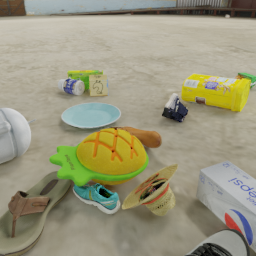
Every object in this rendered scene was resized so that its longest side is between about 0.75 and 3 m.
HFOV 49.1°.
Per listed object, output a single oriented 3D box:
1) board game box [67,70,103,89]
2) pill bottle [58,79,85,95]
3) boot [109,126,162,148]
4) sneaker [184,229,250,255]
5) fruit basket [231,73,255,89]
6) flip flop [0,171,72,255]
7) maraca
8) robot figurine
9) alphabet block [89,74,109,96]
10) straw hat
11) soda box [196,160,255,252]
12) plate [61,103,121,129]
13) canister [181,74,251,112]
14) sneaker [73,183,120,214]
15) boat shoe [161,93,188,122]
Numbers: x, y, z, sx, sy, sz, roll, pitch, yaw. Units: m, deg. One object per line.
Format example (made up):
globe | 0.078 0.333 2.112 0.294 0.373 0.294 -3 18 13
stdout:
board game box | -2.142 -2.457 14.272 1.770 0.899 0.421 -1 27 -3
pill bottle | -2.787 -2.033 13.656 1.192 0.714 0.714 13 30 25
boot | 0.220 0.237 8.956 1.204 0.594 1.550 8 12 -41
sneaker | 1.243 2.452 4.562 1.006 1.079 2.722 23 34 40
fruit basket | 5.802 -2.324 14.496 1.486 0.696 1.376 -26 34 -15
flip flop | -2.171 1.691 6.311 1.131 0.803 2.790 9 29 17
maraca | -0.676 0.788 7.343 2.618 1.401 1.795 -8 33 -32
robot figurine | -4.053 0.331 8.106 2.762 1.560 2.343 -21 0 -35
alphabet block | -1.411 -2.073 13.581 0.891 0.871 0.875 -4 26 -6
straw hat | 0.705 1.595 6.444 1.738 0.736 1.738 -37 0 0
soda box | 2.704 1.818 5.993 0.938 0.871 2.747 -13 30 -24
plate | -1.432 -0.445 11.025 2.309 0.295 2.309 0 28 0
canister | 3.912 -1.663 12.523 2.587 1.119 1.921 15 31 29
sneaker | -0.759 1.569 6.843 1.367 0.544 0.530 15 31 28
boat shoe | 2.031 -0.794 11.445 0.904 0.728 1.949 23 33 10
